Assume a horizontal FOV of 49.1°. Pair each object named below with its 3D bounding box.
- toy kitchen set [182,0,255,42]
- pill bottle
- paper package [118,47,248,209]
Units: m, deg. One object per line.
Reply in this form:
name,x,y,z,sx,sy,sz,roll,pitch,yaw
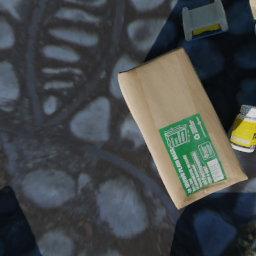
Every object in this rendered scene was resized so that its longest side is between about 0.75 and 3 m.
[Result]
toy kitchen set,2.647,-1.646,6.837,2.180,1.603,2.721,-11,82,18
pill bottle,2.893,0.000,6.820,0.599,0.599,1.048,10,105,0
paper package,0.956,-0.016,5.962,1.382,2.546,2.671,-24,88,3
